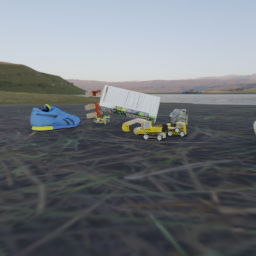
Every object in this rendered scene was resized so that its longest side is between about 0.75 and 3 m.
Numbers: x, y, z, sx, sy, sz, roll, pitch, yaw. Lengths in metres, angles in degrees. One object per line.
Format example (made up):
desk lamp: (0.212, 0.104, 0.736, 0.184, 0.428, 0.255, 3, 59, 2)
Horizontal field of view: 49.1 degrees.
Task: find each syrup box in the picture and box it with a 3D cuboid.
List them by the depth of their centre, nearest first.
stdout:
syrup box: (0.080, -0.908, 10.801, 2.190, 0.892, 0.862, 12, -11, 5)

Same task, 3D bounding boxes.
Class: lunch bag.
lunch bag: (2.351, -0.516, 12.756, 0.583, 0.701, 0.836, -2, 7, -17)

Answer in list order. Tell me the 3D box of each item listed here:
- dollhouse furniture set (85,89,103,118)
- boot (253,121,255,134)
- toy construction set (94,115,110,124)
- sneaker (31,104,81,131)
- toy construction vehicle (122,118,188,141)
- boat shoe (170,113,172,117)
dollhouse furniture set: (-1.889, -1.375, 16.355, 0.854, 1.640, 1.658, -9, 6, 7)
boot: (3.748, 0.083, 6.151, 2.731, 0.984, 2.112, 2, 4, -40)
toy construction set: (-1.271, -0.380, 13.019, 0.820, 0.378, 0.538, -5, 27, 27)
sneaker: (-2.780, -0.463, 11.191, 0.826, 0.983, 2.507, 1, 5, 31)
toy construction vehicle: (0.867, -0.027, 8.809, 1.704, 0.600, 1.484, 3, 7, 28)
boat shoe: (2.809, -0.836, 17.495, 0.306, 0.291, 0.850, 0, 6, 0)
